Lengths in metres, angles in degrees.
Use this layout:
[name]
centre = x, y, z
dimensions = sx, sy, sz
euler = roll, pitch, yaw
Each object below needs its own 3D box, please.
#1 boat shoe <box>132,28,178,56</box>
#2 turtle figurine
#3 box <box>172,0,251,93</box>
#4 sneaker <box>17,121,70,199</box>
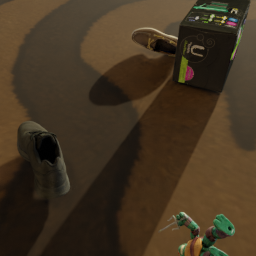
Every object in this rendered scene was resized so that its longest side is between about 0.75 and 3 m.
[boat shoe]
centre = 0.984, -2.905, 9.554
dimensions = 1.871, 0.672, 0.557
euler = 17, 41, 3
[turtle figurine]
centre = 1.045, 1.909, 4.457
dimensions = 0.746, 1.483, 1.110
euler = 14, 57, -18
[box]
centre = 2.527, -2.638, 8.478
dimensions = 1.567, 1.872, 2.520
euler = 17, 48, 18
[sneaker]
centre = -1.834, 0.403, 6.041
dimensions = 0.871, 1.041, 2.293
euler = -16, 42, -30
